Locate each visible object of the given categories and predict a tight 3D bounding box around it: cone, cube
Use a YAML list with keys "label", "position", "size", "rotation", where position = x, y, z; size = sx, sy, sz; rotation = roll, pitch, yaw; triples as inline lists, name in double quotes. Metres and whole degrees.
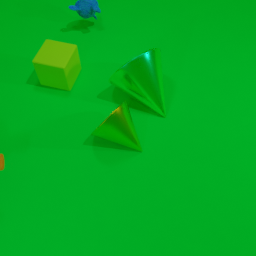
- label: "cone"
  position: [-0.067, 0.161, 6.974]
  size: [1.231, 1.226, 1.226]
  rotation: [45, 65, -5]
- label: "cone"
  position: [0.591, -0.988, 7.586]
  size: [1.645, 1.645, 1.651]
  rotation: [-31, 89, -18]
- label: "cube"
  position: [-1.990, -1.790, 8.001]
  size: [0.944, 0.944, 0.944]
  rotation: [13, 58, 8]

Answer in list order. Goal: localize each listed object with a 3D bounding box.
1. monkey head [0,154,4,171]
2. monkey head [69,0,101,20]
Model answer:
- label: "monkey head"
  position: [-3.086, 0.792, 5.907]
  size: [0.996, 0.835, 1.385]
  rotation: [-5, 79, -14]
- label: "monkey head"
  position: [-1.274, -3.800, 8.999]
  size: [1.169, 0.704, 0.841]
  rotation: [0, 51, -49]
